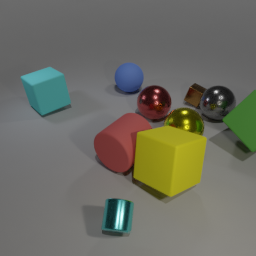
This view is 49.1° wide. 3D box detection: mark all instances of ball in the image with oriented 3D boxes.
[{"bbox_3d":[0.055,-2.431,13.484,1.400,1.400,1.400,0,32,0],"label":"ball"},{"bbox_3d":[1.057,-1.029,11.327,1.400,1.400,1.400,0,32,0],"label":"ball"},{"bbox_3d":[3.617,-1.011,11.299,1.400,1.400,1.400,0,32,0],"label":"ball"},{"bbox_3d":[1.937,-0.022,9.752,1.400,1.400,1.400,0,32,0],"label":"ball"}]

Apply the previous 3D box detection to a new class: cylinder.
[{"bbox_3d":[-0.106,0.431,8.760,1.400,1.400,1.400,21,40,30],"label":"cylinder"},{"bbox_3d":[-0.235,2.083,6.617,0.700,0.700,0.700,4,65,7],"label":"cylinder"}]

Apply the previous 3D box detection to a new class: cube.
[{"bbox_3d":[4.233,-0.233,9.121,1.400,1.400,1.400,53,27,21],"label":"cube"},{"bbox_3d":[-3.497,-1.612,11.974,1.400,1.400,1.400,-27,37,-27],"label":"cube"},{"bbox_3d":[1.158,0.846,7.859,1.400,1.400,1.400,-11,22,-43],"label":"cube"},{"bbox_3d":[3.028,-1.472,12.472,0.700,0.700,0.700,32,37,17],"label":"cube"}]
